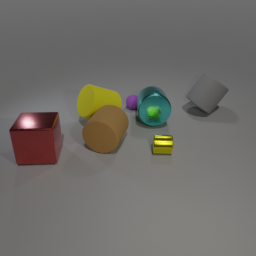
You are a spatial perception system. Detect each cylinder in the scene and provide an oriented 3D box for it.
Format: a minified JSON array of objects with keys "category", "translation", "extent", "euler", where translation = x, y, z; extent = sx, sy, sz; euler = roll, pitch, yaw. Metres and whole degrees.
[{"category":"cylinder","translation":[1.282,0.604,10.344],"extent":[0.700,0.700,0.700],"euler":[1,30,2]},{"category":"cylinder","translation":[-0.822,0.016,10.649],"extent":[1.400,1.400,1.400],"euler":[8,31,14]},{"category":"cylinder","translation":[1.094,-0.986,12.218],"extent":[1.400,1.400,1.400],"euler":[-1,22,-1]},{"category":"cylinder","translation":[-1.237,-1.027,11.987],"extent":[1.400,1.400,1.400],"euler":[10,18,-40]},{"category":"cylinder","translation":[3.655,-1.616,12.977],"extent":[1.400,1.400,1.400],"euler":[33,15,-10]}]

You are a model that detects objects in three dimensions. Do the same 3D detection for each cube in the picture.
[{"category":"cube","translation":[-3.221,0.339,10.045],"extent":[1.400,1.400,1.400],"euler":[-1,27,-2]}]

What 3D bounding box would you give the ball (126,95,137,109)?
[{"category":"ball","translation":[0.248,-1.256,13.560],"extent":[0.700,0.700,0.700],"euler":[0,30,0]}]
